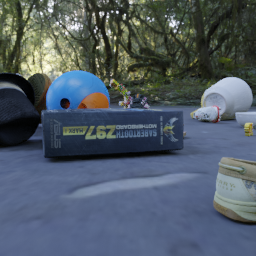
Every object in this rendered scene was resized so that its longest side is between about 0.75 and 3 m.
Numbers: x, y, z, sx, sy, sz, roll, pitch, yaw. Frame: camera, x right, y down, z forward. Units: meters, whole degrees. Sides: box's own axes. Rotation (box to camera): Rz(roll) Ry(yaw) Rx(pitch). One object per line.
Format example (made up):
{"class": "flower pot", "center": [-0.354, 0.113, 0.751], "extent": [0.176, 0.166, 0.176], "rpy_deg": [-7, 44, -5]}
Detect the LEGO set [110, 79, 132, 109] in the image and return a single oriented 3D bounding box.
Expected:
{"class": "LEGO set", "center": [-0.091, -1.391, 12.793], "extent": [0.904, 1.966, 0.732], "rpy_deg": [-32, 27, -31]}

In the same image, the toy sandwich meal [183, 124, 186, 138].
{"class": "toy sandwich meal", "center": [0.839, 0.038, 6.501], "extent": [1.050, 0.360, 1.050], "rpy_deg": [0, 5, 0]}

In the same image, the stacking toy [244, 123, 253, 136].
{"class": "stacking toy", "center": [3.657, 0.019, 6.875], "extent": [1.106, 0.345, 1.467], "rpy_deg": [5, 7, 41]}

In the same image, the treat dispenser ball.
{"class": "treat dispenser ball", "center": [-1.295, -0.673, 7.325], "extent": [1.634, 1.634, 1.634], "rpy_deg": [0, 6, 0]}

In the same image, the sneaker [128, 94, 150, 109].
{"class": "sneaker", "center": [0.314, -0.740, 10.615], "extent": [1.041, 1.119, 2.592], "rpy_deg": [0, 6, 5]}

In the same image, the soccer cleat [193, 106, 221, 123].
{"class": "soccer cleat", "center": [3.102, -0.524, 11.068], "extent": [0.807, 0.650, 1.895], "rpy_deg": [-1, 1, 1]}

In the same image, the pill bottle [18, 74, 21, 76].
{"class": "pill bottle", "center": [-4.067, -0.604, 6.985], "extent": [2.761, 1.532, 1.532], "rpy_deg": [-2, 6, -13]}

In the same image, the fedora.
{"class": "fedora", "center": [-2.246, -0.186, 5.218], "extent": [0.792, 1.733, 1.733], "rpy_deg": [34, 18, 18]}

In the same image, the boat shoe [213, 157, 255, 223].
{"class": "boat shoe", "center": [1.329, 0.419, 2.176], "extent": [1.383, 0.434, 0.507], "rpy_deg": [-2, 6, -18]}

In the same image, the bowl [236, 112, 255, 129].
{"class": "bowl", "center": [4.208, -0.246, 8.770], "extent": [1.343, 0.502, 1.345], "rpy_deg": [-4, 7, -35]}

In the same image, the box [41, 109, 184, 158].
{"class": "box", "center": [-0.526, -0.024, 5.356], "extent": [2.168, 0.701, 2.750], "rpy_deg": [-3, 6, -18]}

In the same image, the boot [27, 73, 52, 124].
{"class": "boot", "center": [-2.204, -0.870, 9.073], "extent": [2.547, 0.842, 2.230], "rpy_deg": [-8, -28, -50]}

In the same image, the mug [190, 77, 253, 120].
{"class": "mug", "center": [4.157, -1.008, 12.548], "extent": [1.920, 2.397, 1.968], "rpy_deg": [39, 35, 25]}
